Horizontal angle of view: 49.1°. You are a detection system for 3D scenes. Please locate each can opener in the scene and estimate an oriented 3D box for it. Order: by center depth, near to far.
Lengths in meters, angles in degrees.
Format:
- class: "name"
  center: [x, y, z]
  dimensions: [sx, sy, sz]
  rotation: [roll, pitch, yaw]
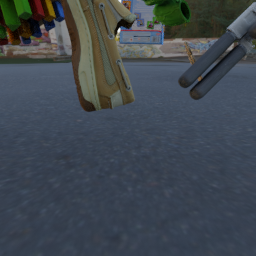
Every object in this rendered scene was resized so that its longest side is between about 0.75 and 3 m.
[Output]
- class: "can opener"
  center: [1.859, -1.460, 5.005]
  dimensions: [2.293, 0.603, 0.762]
  rotation: [-43, 1, -5]

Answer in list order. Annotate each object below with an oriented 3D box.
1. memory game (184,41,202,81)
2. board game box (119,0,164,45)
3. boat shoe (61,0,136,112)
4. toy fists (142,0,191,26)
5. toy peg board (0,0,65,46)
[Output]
- class: "memory game"
  center: [1.647, -1.553, 6.942]
  dimensions: [0.082, 1.280, 1.280]
  rotation: [-22, 11, 14]
- class: "board game box"
  center: [0.558, -4.399, 10.753]
  dimensions: [1.724, 2.279, 0.417]
  rotation: [7, 15, 16]
- class: "boat shoe"
  center: [-0.428, -1.802, 4.693]
  dimensions: [1.131, 2.971, 1.064]
  rotation: [-8, 13, 2]
- class: "toy fists"
  center: [1.061, -3.806, 8.366]
  dimensions: [1.011, 0.682, 1.983]
  rotation: [4, -19, 39]
- class: "toy peg board"
  center: [-2.186, -2.239, 5.829]
  dimensions: [1.654, 0.809, 1.647]
  rotation: [-21, -7, 27]
